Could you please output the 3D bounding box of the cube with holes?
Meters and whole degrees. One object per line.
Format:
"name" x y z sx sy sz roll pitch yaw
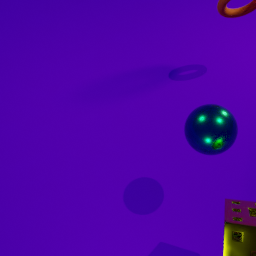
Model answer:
"cube with holes" 2.028 1.828 4.278 1.081 1.081 1.081 2 95 19

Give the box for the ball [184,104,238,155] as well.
"ball" 1.514 0.030 5.148 0.946 0.946 0.946 0 60 0

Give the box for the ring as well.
"ring" 2.952 -3.310 7.321 1.213 1.213 0.243 -5 76 -3
